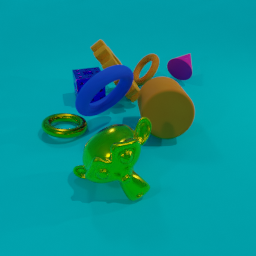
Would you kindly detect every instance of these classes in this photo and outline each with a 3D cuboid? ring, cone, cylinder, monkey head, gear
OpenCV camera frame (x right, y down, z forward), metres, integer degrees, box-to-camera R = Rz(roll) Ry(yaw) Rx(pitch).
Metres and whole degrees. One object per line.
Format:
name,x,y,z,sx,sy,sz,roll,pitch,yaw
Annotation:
ring,0.588,-1.990,9.565,0.245,1.227,1.227,30,20,-30
ring,-1.614,-0.078,7.180,1.169,0.234,1.169,6,26,-3
cone,1.985,-2.319,9.758,0.934,0.934,0.937,19,59,27
cylinder,0.893,-0.527,6.935,1.237,1.237,1.237,-1,24,-2
monkey head,-0.176,0.653,5.420,1.913,1.376,1.153,-36,17,5
gear,-0.310,-1.676,8.295,0.371,2.009,2.009,-37,34,10
ring,-0.552,-0.875,6.777,1.640,1.640,0.328,-27,72,-35

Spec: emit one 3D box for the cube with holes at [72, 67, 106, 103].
cube with holes,-1.197,-1.296,8.628,0.846,0.846,0.846,-10,33,-14
